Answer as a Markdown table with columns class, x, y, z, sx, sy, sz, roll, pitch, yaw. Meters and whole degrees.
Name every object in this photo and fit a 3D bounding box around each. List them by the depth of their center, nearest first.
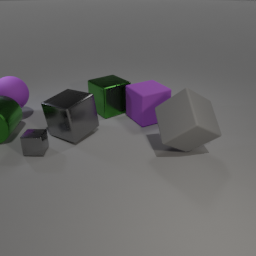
| class | x | y | z | sx | sy | sz | roll | pitch | yaw |
| --- | --- | --- | --- | --- | --- | --- | --- | --- | --- |
| cube | 1.940 | -0.214 | 9.188 | 1.400 | 1.400 | 1.400 | 19 | 51 | -40 |
| cube | -3.199 | 0.488 | 9.642 | 0.700 | 0.700 | 0.700 | 1 | 24 | 1 |
| cylinder | -4.866 | -0.327 | 10.458 | 1.400 | 1.400 | 1.400 | 1 | 28 | 1 |
| cube | -2.135 | -0.498 | 10.547 | 1.400 | 1.400 | 1.400 | 15 | 37 | 33 |
| ball | -4.801 | -1.416 | 11.508 | 1.400 | 1.400 | 1.400 | 0 | 28 | 0 |
| cube | 0.838 | -1.072 | 11.827 | 1.400 | 1.400 | 1.400 | -16 | 32 | -25 |
| cube | -0.831 | -1.442 | 12.554 | 1.400 | 1.400 | 1.400 | -19 | 34 | -32 |
